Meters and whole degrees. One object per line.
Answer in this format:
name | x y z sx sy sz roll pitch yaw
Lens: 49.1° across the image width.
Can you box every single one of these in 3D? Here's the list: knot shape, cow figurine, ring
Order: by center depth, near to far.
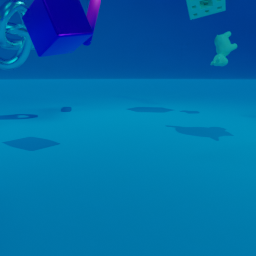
knot shape | -3.187 -2.412 7.734 1.845 0.911 1.971 -31 -26 10
cow figurine | 3.075 -2.575 9.262 0.998 1.014 0.557 -28 4 -8
ring | -1.267 -3.641 9.550 0.335 1.675 1.675 13 8 -12

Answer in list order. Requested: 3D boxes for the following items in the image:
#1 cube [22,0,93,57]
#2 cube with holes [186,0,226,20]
cube | -1.140 -1.660 4.539 0.711 0.711 0.711 -24 2 -44
cube with holes | 2.424 -4.444 8.981 1.147 1.147 1.147 -10 -19 17
